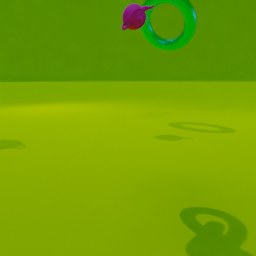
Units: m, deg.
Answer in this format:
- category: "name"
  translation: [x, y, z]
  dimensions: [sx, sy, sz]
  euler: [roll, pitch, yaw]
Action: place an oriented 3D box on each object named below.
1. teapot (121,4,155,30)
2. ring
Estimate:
- category: "teapot"
  translation: [0.245, -3.141, 7.914]
  dimensions: [1.132, 0.704, 0.554]
  euler: [-42, 42, -6]
- category: "ring"
  translation: [1.322, -3.582, 9.486]
  dimensions: [2.029, 2.029, 0.406]
  euler: [6, 40, 28]
